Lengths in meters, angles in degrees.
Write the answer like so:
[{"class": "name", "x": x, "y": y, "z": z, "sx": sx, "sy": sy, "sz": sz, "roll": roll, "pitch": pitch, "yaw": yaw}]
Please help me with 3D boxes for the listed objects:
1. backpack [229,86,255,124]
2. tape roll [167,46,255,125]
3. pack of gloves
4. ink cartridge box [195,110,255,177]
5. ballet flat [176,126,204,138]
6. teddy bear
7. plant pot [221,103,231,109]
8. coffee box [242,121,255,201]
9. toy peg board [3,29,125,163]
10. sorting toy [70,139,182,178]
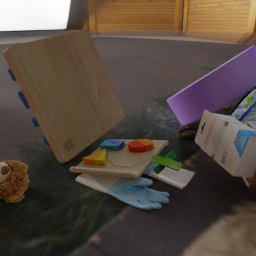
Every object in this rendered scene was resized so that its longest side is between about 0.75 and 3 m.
[{"class": "backpack", "x": 3.322, "y": -0.266, "z": 7.135, "sx": 1.606, "sy": 1.969, "sz": 1.514, "roll": -13, "pitch": 41, "yaw": -27}, {"class": "tape roll", "x": 2.685, "y": -1.251, "z": 8.567, "sx": 2.968, "sy": 0.974, "sz": 2.968, "roll": -31, "pitch": 1, "yaw": 0}, {"class": "pack of gloves", "x": 0.193, "y": 0.954, "z": 6.260, "sx": 2.109, "sy": 0.416, "sz": 1.772, "roll": 15, "pitch": 29, "yaw": 31}, {"class": "ink cartridge box", "x": 2.058, "y": 0.254, "z": 5.809, "sx": 0.497, "sy": 0.864, "sz": 1.491, "roll": 6, "pitch": 22, "yaw": -20}, {"class": "ballet flat", "x": 2.028, "y": 0.069, "z": 8.373, "sx": 1.275, "sy": 0.295, "sz": 0.429, "roll": -7, "pitch": 14, "yaw": -14}, {"class": "teddy bear", "x": -3.141, "y": 1.056, "z": 5.673, "sx": 2.118, "sy": 0.707, "sz": 1.535, "roll": 5, "pitch": 26, "yaw": 11}, {"class": "plant pot", "x": 3.554, "y": -1.203, "z": 10.760, "sx": 1.060, "sy": 0.742, "sz": 1.060, "roll": 0, "pitch": 24, "yaw": 0}, {"class": "coffee box", "x": 2.954, "y": 0.838, "z": 5.492, "sx": 0.856, "sy": 1.212, "sz": 2.145, "roll": 4, "pitch": 25, "yaw": 1}, {"class": "toy peg board", "x": -1.884, "y": -0.920, "z": 7.937, "sx": 1.437, "sy": 2.939, "sz": 2.927, "roll": -14, "pitch": 17, "yaw": 37}, {"class": "sorting toy", "x": 0.173, "y": 0.586, "z": 6.439, "sx": 2.572, "sy": 0.379, "sz": 1.901, "roll": -1, "pitch": 19, "yaw": 31}]
